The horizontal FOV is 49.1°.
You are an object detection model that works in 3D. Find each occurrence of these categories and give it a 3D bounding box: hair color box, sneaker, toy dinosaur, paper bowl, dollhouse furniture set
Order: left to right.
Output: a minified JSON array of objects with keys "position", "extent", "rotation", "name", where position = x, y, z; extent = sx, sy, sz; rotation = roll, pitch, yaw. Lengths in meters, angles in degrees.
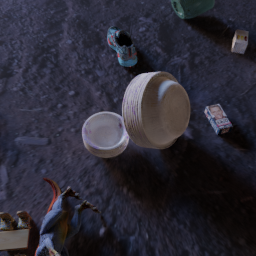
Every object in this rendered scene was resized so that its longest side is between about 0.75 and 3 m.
[{"position":[-3.316,2.801,7.002],"extent":[1.552,1.031,1.360],"rotation":[-4,53,-3],"name":"dollhouse furniture set"},{"position":[-1.830,3.017,7.145],"extent":[2.984,1.567,2.708],"rotation":[8,55,49],"name":"toy dinosaur"},{"position":[-0.703,0.268,9.046],"extent":[1.489,0.774,1.489],"rotation":[1,56,-1],"name":"paper bowl"},{"position":[-0.197,-3.747,11.853],"extent":[0.980,1.181,2.471],"rotation":[-18,55,-13],"name":"sneaker"},{"position":[1.017,-0.534,8.543],"extent":[1.225,2.356,2.356],"rotation":[3,45,43],"name":"paper bowl"},{"position":[3.157,-0.315,9.803],"extent":[0.535,0.324,1.070],"rotation":[-13,54,-10],"name":"hair color box"}]

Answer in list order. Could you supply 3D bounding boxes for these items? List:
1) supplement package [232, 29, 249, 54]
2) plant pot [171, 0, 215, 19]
[{"position":[4.925,-3.791,12.296],"extent":[0.550,0.530,0.967],"rotation":[13,55,10],"name":"supplement package"},{"position":[2.948,-6.115,13.340],"extent":[1.467,1.827,1.827],"rotation":[-34,58,1],"name":"plant pot"}]
